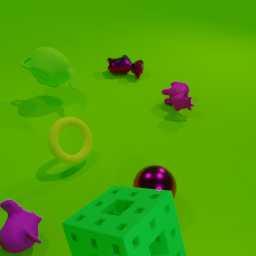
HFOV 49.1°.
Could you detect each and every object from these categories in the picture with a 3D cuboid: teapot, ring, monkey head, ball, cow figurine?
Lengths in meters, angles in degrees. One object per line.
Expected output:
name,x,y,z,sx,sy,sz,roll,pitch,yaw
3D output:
teapot,-2.218,-1.642,8.065,1.985,1.234,0.972,21,68,13
ring,-1.256,0.277,6.189,0.214,1.068,1.068,-14,18,48
monkey head,-1.881,1.644,4.630,1.134,0.816,0.683,-14,35,22
ball,0.510,1.125,5.361,0.841,0.841,0.841,0,37,0
cow figurine,-0.082,-2.163,9.936,1.262,0.692,1.241,-11,34,-15
cow figurine,1.548,-0.954,8.182,1.133,0.632,1.152,9,41,42

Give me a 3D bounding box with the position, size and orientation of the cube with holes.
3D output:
cube with holes,-0.014,1.581,3.885,1.096,1.096,1.096,-5,15,40
